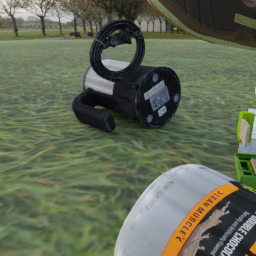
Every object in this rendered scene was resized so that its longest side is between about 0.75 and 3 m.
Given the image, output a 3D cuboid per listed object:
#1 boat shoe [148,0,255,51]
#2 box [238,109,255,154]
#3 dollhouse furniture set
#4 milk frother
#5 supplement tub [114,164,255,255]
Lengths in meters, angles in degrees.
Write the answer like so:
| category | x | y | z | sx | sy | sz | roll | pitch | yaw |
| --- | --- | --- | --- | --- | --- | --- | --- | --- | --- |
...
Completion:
| category | x | y | z | sx | sy | sz | roll | pitch | yaw |
| --- | --- | --- | --- | --- | --- | --- | --- | --- | --- |
| boat shoe | 1.411 | -1.924 | 4.937 | 2.896 | 1.038 | 1.103 | 13 | 2 | -28 |
| box | 3.765 | 0.151 | 6.775 | 1.830 | 0.483 | 2.347 | 10 | 24 | 25 |
| dollhouse furniture set | 3.004 | 0.398 | 5.036 | 1.905 | 1.248 | 0.956 | 4 | 20 | 12 |
| milk frother | -0.339 | -1.576 | 7.957 | 2.615 | 2.897 | 2.725 | -21 | 29 | -35 |
| supplement tub | 1.156 | 1.390 | 2.074 | 1.525 | 1.525 | 2.489 | -16 | 26 | -35 |
